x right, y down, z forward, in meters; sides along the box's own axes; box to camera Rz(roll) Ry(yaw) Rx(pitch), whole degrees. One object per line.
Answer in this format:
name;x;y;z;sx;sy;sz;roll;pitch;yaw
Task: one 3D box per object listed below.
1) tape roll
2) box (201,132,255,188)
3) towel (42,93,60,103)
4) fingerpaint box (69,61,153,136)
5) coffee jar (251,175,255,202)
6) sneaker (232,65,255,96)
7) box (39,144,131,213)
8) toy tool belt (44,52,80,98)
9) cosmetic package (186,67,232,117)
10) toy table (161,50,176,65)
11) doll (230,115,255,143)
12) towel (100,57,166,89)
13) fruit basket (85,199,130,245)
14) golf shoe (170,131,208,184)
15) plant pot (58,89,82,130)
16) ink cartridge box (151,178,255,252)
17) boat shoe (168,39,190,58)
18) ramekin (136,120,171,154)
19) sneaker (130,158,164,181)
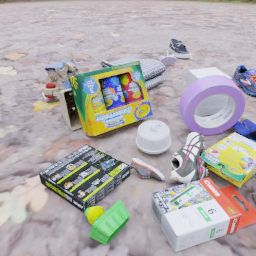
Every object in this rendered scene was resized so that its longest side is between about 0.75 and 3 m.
tape roll;3.022;-0.784;10.153;2.201;2.201;0.722;-3;40;-4
box;3.302;0.958;8.622;1.385;0.571;2.361;33;34;34
towel;-3.696;-1.516;13.412;0.698;0.182;1.053;-14;34;-24
fingerpaint box;-0.578;-1.160;10.689;2.698;2.251;0.989;-19;9;-29
coffee jar;4.597;1.665;7.410;2.282;0.974;1.190;-5;32;-8
sneaker;6.150;-2.380;13.992;1.012;1.054;2.687;-13;33;-18
box;-1.262;1.381;8.389;1.931;0.475;1.999;24;38;30
toy tool belt;-3.263;-2.647;13.505;1.757;1.730;2.815;6;24;14
cosmetic package;3.373;-1.570;12.064;1.368;1.660;1.369;-8;32;-13
toy table;2.525;-4.370;17.603;0.929;0.854;0.544;2;48;-2
doll;4.704;0.325;9.987;1.672;0.594;2.450;-8;32;-11
towel;0.187;-2.963;14.755;2.936;1.257;2.431;21;36;31
fruit basket;-0.617;2.190;6.874;1.080;0.779;1.080;10;41;-9
golf shoe;1.899;0.828;8.854;1.040;0.912;2.362;4;32;8
plant pot;-2.020;-0.997;11.405;1.560;1.561;1.382;-20;24;-29
ink cartridge box;2.029;2.010;7.134;2.597;0.654;1.415;-11;33;-16
boat shoe;3.539;-5.544;19.323;0.970;0.917;2.704;-6;32;-9
ramekin;0.863;0.255;9.512;1.208;0.634;1.208;-2;38;2
sneaker;0.559;1.359;8.559;1.136;0.465;0.438;29;4;15
